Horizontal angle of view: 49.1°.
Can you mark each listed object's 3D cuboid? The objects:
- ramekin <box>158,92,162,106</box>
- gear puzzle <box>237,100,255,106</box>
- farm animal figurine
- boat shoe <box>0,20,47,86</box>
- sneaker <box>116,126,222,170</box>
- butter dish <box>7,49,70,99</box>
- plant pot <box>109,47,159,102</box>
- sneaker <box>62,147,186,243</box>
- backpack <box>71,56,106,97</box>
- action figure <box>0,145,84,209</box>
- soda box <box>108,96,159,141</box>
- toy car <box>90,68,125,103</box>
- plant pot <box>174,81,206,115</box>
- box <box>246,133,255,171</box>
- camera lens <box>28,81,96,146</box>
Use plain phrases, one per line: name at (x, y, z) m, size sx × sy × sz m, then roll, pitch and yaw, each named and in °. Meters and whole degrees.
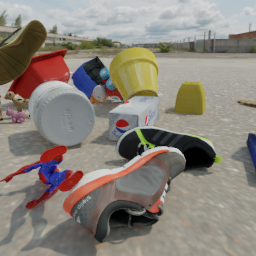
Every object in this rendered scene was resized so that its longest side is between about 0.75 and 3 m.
ramekin at (0.914, -1.300, 12.928) m, size 1.329 × 0.619 × 1.329 m, roll -1°, pitch 17°, yaw 0°
gear puzzle at (5.776, -1.176, 13.344) m, size 0.714 × 0.180 × 1.378 m, roll -13°, pitch 18°, yaw -30°
farm animal figurine at (-4.886, -0.850, 10.534) m, size 2.245 × 1.184 × 2.271 m, roll 10°, pitch 20°, yaw 30°
boat shoe at (-3.692, -2.391, 9.102) m, size 0.904 × 1.021 × 2.788 m, roll -1°, pitch 47°, yaw 42°
sneaker at (0.936, 0.512, 6.677) m, size 2.513 × 0.901 × 1.041 m, roll 1°, pitch 17°, yaw 3°
butter dish at (-3.855, -2.082, 13.362) m, size 2.806 × 2.079 × 2.813 m, roll -42°, pitch -3°, yaw 38°
plant pot at (0.389, -1.911, 11.648) m, size 2.069 × 2.069 × 1.946 m, roll -5°, pitch 59°, yaw -15°
sneaker at (0.245, 1.196, 4.936) m, size 2.745 × 1.058 × 1.124 m, roll -16°, pitch 50°, yaw -40°
backpack at (-1.951, -2.502, 14.839) m, size 1.743 × 1.800 × 2.146 m, roll 46°, pitch 26°, yaw -4°
action figure at (-1.636, 0.956, 5.001) m, size 1.186 × 0.782 × 2.396 m, roll -31°, pitch 0°, yaw -22°
soda box at (0.294, -0.399, 9.535) m, size 0.987 × 0.918 × 2.893 m, roll 6°, pitch 18°, yaw 18°
toy car at (-1.087, -1.697, 13.592) m, size 1.570 × 1.704 × 1.507 m, roll 38°, pitch 18°, yaw -55°
plant pot at (2.715, -1.345, 12.034) m, size 1.218 × 1.246 × 1.210 m, roll 7°, pitch 19°, yaw 19°
box at (4.007, 0.664, 6.971) m, size 1.748 × 0.468 × 2.886 m, roll 5°, pitch 17°, yaw 15°
camera lens at (-2.057, -0.491, 8.525) m, size 1.697 × 1.697 × 2.122 m, roll -8°, pitch 19°, yaw -24°
